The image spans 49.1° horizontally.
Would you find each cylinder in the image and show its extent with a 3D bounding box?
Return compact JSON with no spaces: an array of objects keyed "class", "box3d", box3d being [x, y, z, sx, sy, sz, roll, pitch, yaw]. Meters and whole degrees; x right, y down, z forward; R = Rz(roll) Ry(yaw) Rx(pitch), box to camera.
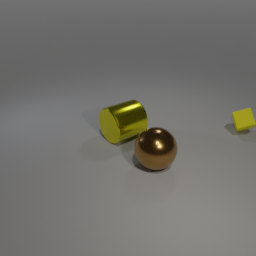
[{"class":"cylinder","box3d":[-0.186,-0.265,10.832,1.400,1.400,1.400,-20,34,-32]}]

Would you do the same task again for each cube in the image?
[{"class":"cube","box3d":[4.625,-0.322,11.223,0.700,0.700,0.700,-15,-15,16]}]

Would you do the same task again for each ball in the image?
[{"class":"ball","box3d":[0.906,0.667,9.123,1.400,1.400,1.400,0,29,0]}]
